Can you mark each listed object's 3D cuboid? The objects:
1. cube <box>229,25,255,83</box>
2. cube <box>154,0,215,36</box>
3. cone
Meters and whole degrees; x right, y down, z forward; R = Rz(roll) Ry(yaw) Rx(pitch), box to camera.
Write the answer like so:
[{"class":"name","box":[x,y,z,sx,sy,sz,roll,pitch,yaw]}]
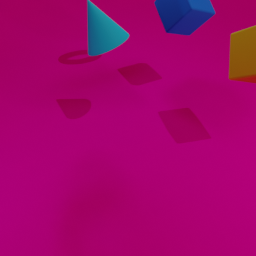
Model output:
[{"class":"cube","box":[2.853,-1.512,5.837,1.006,1.006,1.006,1,2,-27]},{"class":"cube","box":[1.564,-3.347,7.803,1.043,1.043,1.043,-9,75,-39]},{"class":"cone","box":[-0.657,-2.336,6.228,1.051,1.055,1.051,-20,32,13]}]
